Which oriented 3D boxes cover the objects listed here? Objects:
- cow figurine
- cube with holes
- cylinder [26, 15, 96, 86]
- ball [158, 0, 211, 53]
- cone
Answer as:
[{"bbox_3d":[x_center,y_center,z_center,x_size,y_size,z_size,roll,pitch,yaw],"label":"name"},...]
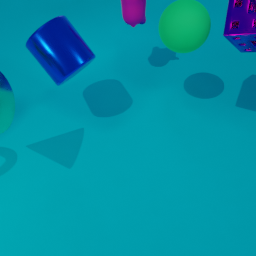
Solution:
[{"bbox_3d":[0.117,-3.914,8.330,0.940,1.713,1.685,2,15,11],"label":"cow figurine"},{"bbox_3d":[3.164,-2.588,6.317,1.380,1.380,1.380,10,3,37],"label":"cube with holes"},{"bbox_3d":[-1.744,-2.005,7.360,1.306,1.306,1.306,-44,103,-30],"label":"cylinder"},{"bbox_3d":[1.474,-2.654,7.345,1.341,1.341,1.341,0,50,0],"label":"ball"},{"bbox_3d":[-3.409,-0.502,5.800,1.436,1.430,1.430,-5,49,15],"label":"cone"}]
